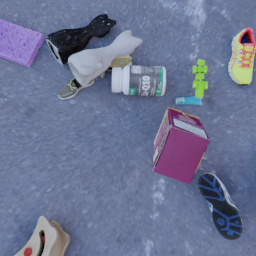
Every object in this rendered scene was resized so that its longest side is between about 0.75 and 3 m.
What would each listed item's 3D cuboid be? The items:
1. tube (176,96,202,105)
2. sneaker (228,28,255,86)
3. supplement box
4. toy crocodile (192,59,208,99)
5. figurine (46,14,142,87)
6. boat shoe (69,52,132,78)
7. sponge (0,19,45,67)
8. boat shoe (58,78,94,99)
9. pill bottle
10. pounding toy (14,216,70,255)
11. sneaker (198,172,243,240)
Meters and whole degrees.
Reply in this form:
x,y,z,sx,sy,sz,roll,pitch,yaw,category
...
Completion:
x,y,z,sx,sy,sz,roll,pitch,yaw,category
2.285,-1.020,10.469,0.972,0.245,0.376,-2,84,-5,tube
4.335,-2.708,10.481,0.882,1.019,2.257,2,77,-1,sneaker
1.555,0.425,8.714,1.188,2.303,1.507,20,109,0,supplement box
2.611,-1.800,10.201,0.510,0.467,1.512,1,81,5,toy crocodile
-1.172,-3.054,10.206,2.681,1.183,2.748,-35,55,-14,figurine
-1.025,-2.357,10.532,2.386,0.855,0.908,-2,87,-1,boat shoe
-4.742,-3.437,11.002,2.518,0.376,1.405,20,77,5,sponge
-1.973,-1.606,10.487,1.509,0.451,0.539,-32,78,-8,boat shoe
0.374,-1.721,10.173,1.893,1.070,1.070,1,76,-1,pill bottle
-2.776,4.270,8.886,1.493,1.498,2.611,7,64,30,pounding toy
3.091,2.483,9.174,0.895,0.910,2.364,-21,90,22,sneaker
